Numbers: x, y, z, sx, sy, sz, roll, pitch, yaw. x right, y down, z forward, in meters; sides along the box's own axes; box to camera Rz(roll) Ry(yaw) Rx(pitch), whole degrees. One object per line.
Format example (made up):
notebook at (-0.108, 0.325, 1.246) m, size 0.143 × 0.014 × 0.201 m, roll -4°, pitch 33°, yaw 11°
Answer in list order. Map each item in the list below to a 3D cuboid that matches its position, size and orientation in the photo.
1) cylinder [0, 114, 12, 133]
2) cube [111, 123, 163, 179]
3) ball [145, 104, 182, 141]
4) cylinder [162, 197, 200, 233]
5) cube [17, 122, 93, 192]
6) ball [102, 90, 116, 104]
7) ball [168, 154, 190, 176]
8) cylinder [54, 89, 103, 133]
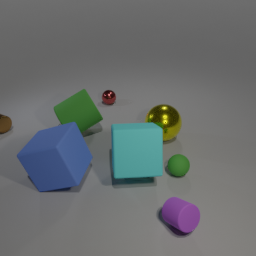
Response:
cylinder at (-5.202, -0.224, 11.318) m, size 0.700 × 0.700 × 0.700 m, roll 17°, pitch 34°, yaw 30°
cube at (0.226, 0.625, 8.479) m, size 1.400 × 1.400 × 1.400 m, roll -2°, pitch 8°, yaw -5°
ball at (1.330, -0.204, 10.599) m, size 1.400 × 1.400 × 1.400 m, roll 0°, pitch 30°, yaw 0°
cylinder at (1.328, 2.171, 7.068) m, size 0.700 × 0.700 × 0.700 m, roll -17°, pitch 11°, yaw -26°
cube at (-2.126, 0.861, 8.429) m, size 1.400 × 1.400 × 1.400 m, roll -13°, pitch 26°, yaw 19°
ball at (-0.918, -1.487, 13.499) m, size 0.700 × 0.700 × 0.700 m, roll 0°, pitch 30°, yaw 0°
ball at (1.610, 1.179, 8.892) m, size 0.700 × 0.700 × 0.700 m, roll 0°, pitch 30°, yaw 0°
cylinder at (-1.903, -0.572, 10.821) m, size 1.400 × 1.400 × 1.400 m, roll -32°, pitch 36°, yaw -3°
